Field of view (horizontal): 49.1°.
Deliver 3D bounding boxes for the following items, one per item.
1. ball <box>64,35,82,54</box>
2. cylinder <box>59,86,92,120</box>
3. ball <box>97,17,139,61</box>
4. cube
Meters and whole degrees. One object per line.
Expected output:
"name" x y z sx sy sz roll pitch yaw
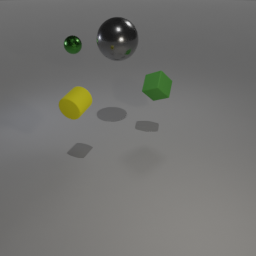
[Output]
"ball" -2.142 -3.229 10.877 0.700 0.700 0.700 0 28 0
"cylinder" -1.468 -0.705 7.876 0.700 0.700 0.700 11 41 20
"ball" -0.347 -2.953 9.347 1.400 1.400 1.400 0 28 0
"cube" 1.012 -1.448 9.683 0.700 0.700 0.700 -7 60 42
